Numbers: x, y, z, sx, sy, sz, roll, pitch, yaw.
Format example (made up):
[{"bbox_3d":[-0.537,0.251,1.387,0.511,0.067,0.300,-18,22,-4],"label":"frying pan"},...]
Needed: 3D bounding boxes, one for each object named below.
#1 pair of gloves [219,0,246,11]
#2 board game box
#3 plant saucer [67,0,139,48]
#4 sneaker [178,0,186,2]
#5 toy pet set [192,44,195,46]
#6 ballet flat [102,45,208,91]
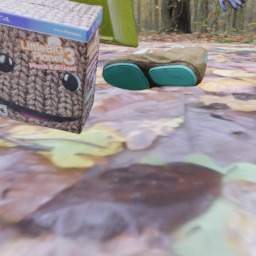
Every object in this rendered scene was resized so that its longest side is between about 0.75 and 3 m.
[{"bbox_3d":[2.557,-3.418,6.454,1.103,1.372,0.156,25,24,-26],"label":"pair of gloves"},{"bbox_3d":[-1.390,-1.071,4.771,1.600,2.007,0.972,12,41,0],"label":"board game box"},{"bbox_3d":[-0.758,-2.716,6.306,1.904,1.901,0.456,19,46,37],"label":"plant saucer"},{"bbox_3d":[1.193,-3.980,7.817,0.854,0.741,1.927,-37,-14,13],"label":"sneaker"},{"bbox_3d":[2.174,-2.594,10.665,0.659,1.242,1.159,32,25,3],"label":"toy pet set"},{"bbox_3d":[0.493,-1.193,5.303,2.312,0.784,0.836,5,51,47],"label":"ballet flat"}]
